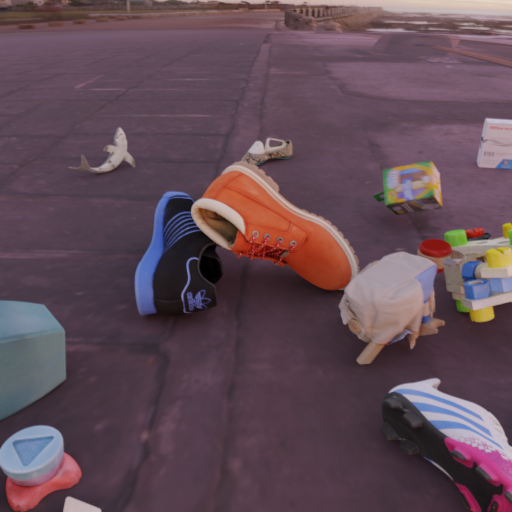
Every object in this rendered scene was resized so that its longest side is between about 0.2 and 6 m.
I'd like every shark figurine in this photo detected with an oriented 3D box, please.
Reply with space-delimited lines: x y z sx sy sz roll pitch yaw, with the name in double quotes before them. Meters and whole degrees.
"shark figurine" -4.268 -2.662 15.876 0.785 1.124 1.881 -6 34 49

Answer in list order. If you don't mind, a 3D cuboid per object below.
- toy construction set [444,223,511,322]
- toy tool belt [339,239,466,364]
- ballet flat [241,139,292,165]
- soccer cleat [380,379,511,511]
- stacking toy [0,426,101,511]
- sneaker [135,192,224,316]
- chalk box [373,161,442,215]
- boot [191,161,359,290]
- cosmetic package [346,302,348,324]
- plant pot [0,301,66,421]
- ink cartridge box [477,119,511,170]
"toy construction set" 4.748 0.098 9.313 3.784 1.743 2.481 0 3 -16
"toy tool belt" 2.223 0.693 8.543 2.159 1.327 1.348 -26 35 -37
"ballet flat" 0.296 -3.096 16.414 1.809 0.681 0.613 -17 36 -29
"soccer cleat" 2.540 2.207 6.250 1.124 0.909 2.604 -14 31 -26
"stacking toy" -2.577 2.528 5.881 1.478 0.689 1.632 23 36 36
"sneaker" -1.234 -0.110 10.362 1.356 1.221 3.482 -1 36 2
"chalk box" 3.350 -1.475 12.555 1.396 0.864 0.868 -7 -15 28
"boot" 0.310 -0.229 9.800 3.122 1.171 1.674 37 40 6
"cosmetic package" 1.823 0.855 9.308 0.725 0.368 0.258 -10 46 -19
"plant pot" -3.611 1.393 7.459 1.895 1.339 1.339 -11 29 -37
"ink cartridge box" 6.900 -3.186 15.927 0.941 1.297 0.543 7 29 13
